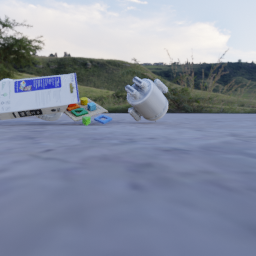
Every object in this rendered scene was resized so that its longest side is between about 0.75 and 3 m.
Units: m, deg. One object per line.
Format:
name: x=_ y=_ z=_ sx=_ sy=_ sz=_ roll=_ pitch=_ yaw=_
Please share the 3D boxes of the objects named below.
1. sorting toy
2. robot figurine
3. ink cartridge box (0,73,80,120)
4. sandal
sorting toy: x=-1.580 y=-0.731 z=9.575 sx=1.379 sy=0.334 sz=2.450 roll=-17 pitch=34 yaw=-35
robot figurine: x=0.750 y=-1.018 z=10.391 sx=2.013 sy=1.707 sz=1.137 roll=43 pitch=5 yaw=-42
ink cartridge box: x=-2.877 y=-1.038 z=9.096 sx=2.552 sy=1.269 sz=0.500 roll=-8 pitch=-29 yaw=-7
sandal: x=-3.784 y=-1.218 z=11.169 sx=2.807 sy=1.142 sz=0.690 roll=32 pitch=12 yaw=-42
